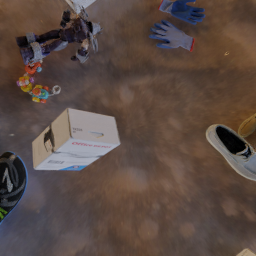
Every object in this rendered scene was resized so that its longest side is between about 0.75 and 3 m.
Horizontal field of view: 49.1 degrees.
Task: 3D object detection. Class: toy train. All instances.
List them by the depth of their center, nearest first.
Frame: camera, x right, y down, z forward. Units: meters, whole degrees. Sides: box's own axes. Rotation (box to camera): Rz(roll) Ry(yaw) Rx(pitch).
[{"bbox_3d":[-2.617,-1.370,7.988,1.001,0.371,1.333,-42,83,-6],"label":"toy train"}]

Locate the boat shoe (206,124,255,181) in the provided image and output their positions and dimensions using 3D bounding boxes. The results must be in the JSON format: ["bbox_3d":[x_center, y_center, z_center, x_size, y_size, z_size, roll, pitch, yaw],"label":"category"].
[{"bbox_3d":[2.962,0.658,7.480,2.022,0.720,0.705,42,83,6],"label":"boat shoe"}]

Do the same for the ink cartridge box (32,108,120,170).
[{"bbox_3d":[-0.908,0.253,4.746,0.942,1.298,0.543,10,58,-40],"label":"ink cartridge box"}]

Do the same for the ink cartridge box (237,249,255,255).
[{"bbox_3d":[3.177,4.110,6.936,1.207,0.694,1.663,-38,83,-6],"label":"ink cartridge box"}]

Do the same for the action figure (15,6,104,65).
[{"bbox_3d":[-1.870,-2.570,7.984,2.457,0.852,1.598,-18,74,-8],"label":"action figure"}]

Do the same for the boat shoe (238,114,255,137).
[{"bbox_3d":[3.502,-0.164,7.776,1.051,0.400,0.377,-44,83,-6],"label":"boat shoe"}]

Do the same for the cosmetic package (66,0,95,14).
[{"bbox_3d":[-1.073,-4.534,8.306,2.106,0.780,1.071,-39,83,-4],"label":"cosmetic package"}]

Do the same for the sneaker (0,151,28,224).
[{"bbox_3d":[-3.527,1.979,7.016,1.039,1.215,2.931,29,82,3],"label":"sneaker"}]

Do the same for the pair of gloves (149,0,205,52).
[{"bbox_3d":[1.476,-3.138,8.367,1.434,0.203,1.783,19,82,1],"label":"pair of gloves"}]
